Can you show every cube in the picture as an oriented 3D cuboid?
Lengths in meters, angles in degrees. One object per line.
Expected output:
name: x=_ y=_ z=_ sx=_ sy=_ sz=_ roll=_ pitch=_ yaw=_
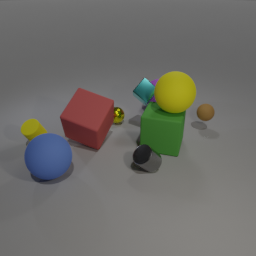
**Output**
cube: x=1.283 y=0.000 z=10.205 sx=1.400 sy=1.400 sz=1.400 roll=8 pitch=30 yaw=14
cube: x=-1.408 y=-0.318 z=10.061 sx=1.400 sy=1.400 sz=1.400 roll=21 pitch=60 yaw=9
cube: x=0.664 y=-1.382 z=10.811 sx=0.700 sy=0.700 sz=0.700 roll=40 pitch=-3 yaw=5

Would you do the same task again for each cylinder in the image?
cylinder: x=-3.400 y=0.135 z=10.165 sx=0.700 sy=0.700 sz=0.700 roll=-7 pitch=56 yaw=11
cylinder: x=0.616 y=0.969 z=8.906 sx=0.700 sy=0.700 sz=0.700 roll=-20 pitch=53 yaw=28

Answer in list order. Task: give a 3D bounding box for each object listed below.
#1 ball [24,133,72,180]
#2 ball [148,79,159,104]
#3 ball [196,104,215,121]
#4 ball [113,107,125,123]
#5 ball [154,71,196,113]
ball: x=-2.410 y=0.857 z=8.523 sx=1.400 sy=1.400 sz=1.400 roll=0 pitch=28 yaw=0
ball: x=1.437 y=-1.543 z=12.836 sx=1.400 sy=1.400 sz=1.400 roll=0 pitch=28 yaw=0
ball: x=3.100 y=-0.625 z=11.202 sx=0.700 sy=0.700 sz=0.700 roll=0 pitch=28 yaw=0
ball: x=-0.492 y=-0.550 z=11.924 sx=0.700 sy=0.700 sz=0.700 roll=0 pitch=28 yaw=0
ball: x=1.591 y=-1.204 z=9.482 sx=1.400 sy=1.400 sz=1.400 roll=0 pitch=28 yaw=0
